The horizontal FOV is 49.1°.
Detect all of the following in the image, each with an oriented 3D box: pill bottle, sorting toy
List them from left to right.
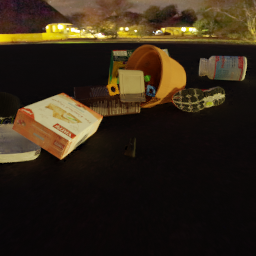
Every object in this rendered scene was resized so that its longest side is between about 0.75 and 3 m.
[{"bbox_3d":[0.107,-1.682,11.304,2.332,1.313,0.318,-5,-3,-34],"label":"sorting toy"},{"bbox_3d":[6.318,-4.051,18.876,2.888,1.570,1.570,4,22,10],"label":"pill bottle"}]

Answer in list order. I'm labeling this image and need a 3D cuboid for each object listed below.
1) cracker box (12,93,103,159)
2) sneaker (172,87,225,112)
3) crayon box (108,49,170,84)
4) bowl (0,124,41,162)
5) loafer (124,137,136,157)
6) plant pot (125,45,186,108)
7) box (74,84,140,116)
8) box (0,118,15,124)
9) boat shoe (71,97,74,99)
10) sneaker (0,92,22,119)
[{"bbox_3d":[-2.142,-0.196,9.104,1.763,0.759,2.633,31,24,5],"label":"cracker box"},{"bbox_3d":[3.201,-1.315,13.190,2.779,1.070,1.180,-5,4,-21],"label":"sneaker"},{"bbox_3d":[0.515,-3.073,15.242,2.976,2.568,0.867,-4,63,-11],"label":"crayon box"},{"bbox_3d":[-3.409,0.499,8.401,1.495,0.559,1.497,-3,35,-25],"label":"bowl"},{"bbox_3d":[0.062,0.576,8.869,0.351,0.359,0.983,2,22,3],"label":"loafer"},{"bbox_3d":[1.363,-2.312,13.318,1.991,2.845,2.845,3,16,-38],"label":"plant pot"},{"bbox_3d":[-0.931,-1.214,12.221,2.741,1.027,1.372,-4,31,-10],"label":"box"},{"bbox_3d":[-4.234,0.149,9.850,1.562,0.432,1.950,-7,22,-16],"label":"box"},{"bbox_3d":[-2.720,-0.786,11.873,0.822,0.679,2.194,-3,19,-2],"label":"boat shoe"},{"bbox_3d":[-4.861,-0.822,11.073,2.646,0.981,1.171,-5,0,33],"label":"sneaker"}]
